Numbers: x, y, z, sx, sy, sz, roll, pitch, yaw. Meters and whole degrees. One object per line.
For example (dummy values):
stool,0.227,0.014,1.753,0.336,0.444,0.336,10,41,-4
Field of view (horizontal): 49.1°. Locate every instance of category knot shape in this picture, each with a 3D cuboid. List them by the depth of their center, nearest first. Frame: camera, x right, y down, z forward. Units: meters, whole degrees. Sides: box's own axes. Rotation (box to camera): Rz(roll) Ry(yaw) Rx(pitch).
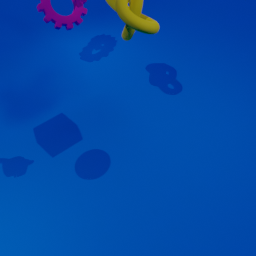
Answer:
knot shape,-0.006,-3.148,7.062,0.885,1.792,1.915,-28,25,0

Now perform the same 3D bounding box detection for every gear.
gear,-2.125,-4.015,9.067,1.583,1.583,0.293,-30,17,-21
